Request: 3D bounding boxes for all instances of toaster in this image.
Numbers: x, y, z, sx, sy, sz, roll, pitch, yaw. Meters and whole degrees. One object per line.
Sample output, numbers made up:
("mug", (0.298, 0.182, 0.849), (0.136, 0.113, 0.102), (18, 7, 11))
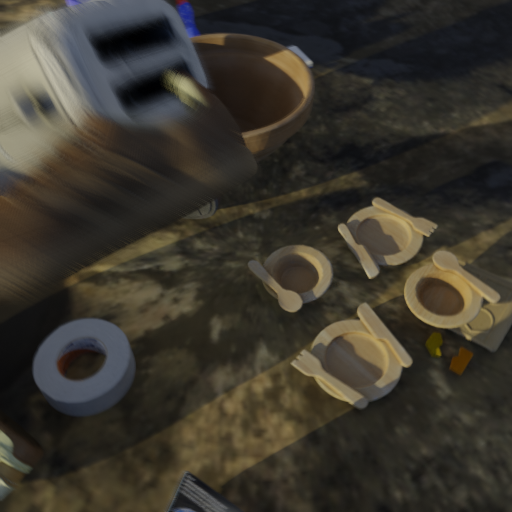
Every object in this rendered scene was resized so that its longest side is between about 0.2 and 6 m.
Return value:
("toaster", (-1.693, -1.692, 5.786), (1.688, 1.485, 2.614), (-11, 21, 33))

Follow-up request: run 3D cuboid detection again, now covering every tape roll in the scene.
("tape roll", (-2.198, 1.414, 7.211), (1.213, 0.401, 1.213), (0, 50, 0))

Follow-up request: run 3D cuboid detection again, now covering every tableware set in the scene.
("tableware set", (1.606, 0.456, 7.899), (3.136, 0.364, 2.619), (-30, 55, -16))

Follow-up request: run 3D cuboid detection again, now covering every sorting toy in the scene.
("sorting toy", (2.864, 0.827, 7.847), (1.249, 0.224, 1.676), (30, 63, 25))

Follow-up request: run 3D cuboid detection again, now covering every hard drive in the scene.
("hard drive", (0.496, -4.106, 11.930), (1.156, 0.147, 0.763), (-21, 54, -17))

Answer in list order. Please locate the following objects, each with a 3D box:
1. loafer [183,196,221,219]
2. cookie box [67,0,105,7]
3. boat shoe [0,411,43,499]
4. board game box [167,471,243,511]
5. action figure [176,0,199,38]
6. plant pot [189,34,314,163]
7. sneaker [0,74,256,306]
("loafer", (-1.875, -1.455, 9.199), (3.014, 1.083, 0.949), (15, 48, 16))
("cookie box", (-3.076, -4.699, 11.706), (1.478, 1.264, 0.555), (29, 60, 21))
("boat shoe", (-3.874, 1.881, 6.517), (2.823, 1.011, 1.075), (29, 68, 22))
("board game box", (-0.281, 4.126, 4.589), (3.200, 0.987, 3.198), (28, 57, 21))
("action figure", (-1.441, -4.335, 11.698), (1.119, 0.884, 3.419), (-17, 57, -7))
("plant pot", (-0.563, -2.487, 9.780), (3.048, 1.407, 3.048), (0, 51, 0))
("sneaker", (-1.122, -0.408, 3.581), (2.281, 0.803, 0.861), (-29, 92, -23))
